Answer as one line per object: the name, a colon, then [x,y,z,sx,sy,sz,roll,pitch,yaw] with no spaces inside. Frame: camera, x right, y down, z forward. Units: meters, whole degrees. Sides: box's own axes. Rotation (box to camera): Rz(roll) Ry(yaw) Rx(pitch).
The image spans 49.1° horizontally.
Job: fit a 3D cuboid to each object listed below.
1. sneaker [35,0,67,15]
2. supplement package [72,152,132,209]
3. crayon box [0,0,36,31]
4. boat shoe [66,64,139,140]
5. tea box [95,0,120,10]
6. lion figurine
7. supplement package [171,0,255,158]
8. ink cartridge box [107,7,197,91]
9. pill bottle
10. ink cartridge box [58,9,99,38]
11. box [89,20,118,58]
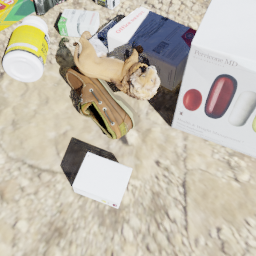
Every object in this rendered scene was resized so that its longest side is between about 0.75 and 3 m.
sneaker: [-2.820,-5.395,11.149,1.063,0.989,2.461,14,58,8]
supplement package: [-0.591,1.236,6.590,1.139,0.631,0.887,20,64,4]
crayon box: [-5.119,-4.424,10.648,1.690,0.676,2.662,35,62,21]
boat shoe: [-0.984,-0.810,7.933,0.959,1.015,2.820,-38,63,-24]
tea box: [-0.845,-5.356,11.164,0.859,0.873,0.583,27,60,18]
lion figurine: [-0.470,-1.625,7.561,2.828,1.025,1.732,12,50,10]
supplement package: [2.910,-1.156,6.960,2.860,2.991,2.199,20,57,14]
ink cartridge box: [0.889,-2.663,9.161,2.587,1.091,1.873,32,61,20]
pill bottle: [-3.207,-2.633,9.090,1.190,1.190,2.139,-1,56,-1]
ink cartridge box: [-1.773,-3.843,10.315,1.315,0.546,0.964,7,56,5]
box: [-0.624,-3.171,9.928,0.819,0.422,1.404,28,60,18]
